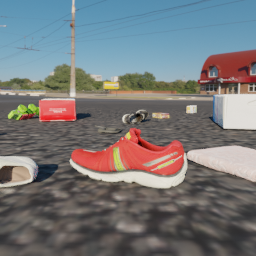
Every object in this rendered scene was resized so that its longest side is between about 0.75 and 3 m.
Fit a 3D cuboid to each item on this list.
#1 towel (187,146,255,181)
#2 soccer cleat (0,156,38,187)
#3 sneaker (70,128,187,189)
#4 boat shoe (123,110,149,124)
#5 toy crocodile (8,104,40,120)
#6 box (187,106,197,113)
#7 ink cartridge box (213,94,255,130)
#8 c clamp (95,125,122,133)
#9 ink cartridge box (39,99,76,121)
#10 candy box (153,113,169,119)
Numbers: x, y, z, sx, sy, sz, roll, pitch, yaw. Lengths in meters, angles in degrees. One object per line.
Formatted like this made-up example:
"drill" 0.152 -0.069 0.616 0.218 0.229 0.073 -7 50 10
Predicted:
"towel" 1.872 0.540 4.609 1.264 0.213 1.324 -3 8 -30
"soccer cleat" -1.859 0.556 3.632 1.321 0.458 0.512 1 9 -19
"sneaker" -0.018 0.358 3.958 1.709 0.726 0.658 3 8 20
"boat shoe" 0.409 -0.445 11.361 1.350 0.499 0.407 -10 12 -40
"toy crocodile" -4.775 -0.678 13.066 0.669 0.612 1.983 -40 -4 17
"box" 3.912 -1.148 17.212 0.391 0.434 0.771 4 8 31
"ink cartridge box" 4.271 -0.645 10.156 2.005 1.174 2.775 1 6 10
"c clamp" -0.667 0.063 8.855 0.927 0.147 1.085 5 6 0
"ink cartridge box" -3.235 -0.879 13.059 1.580 0.915 2.720 -2 8 -12
"candy box" 1.604 -0.608 13.739 0.473 0.229 0.810 -4 7 -24
